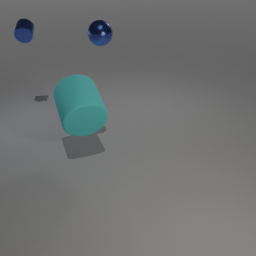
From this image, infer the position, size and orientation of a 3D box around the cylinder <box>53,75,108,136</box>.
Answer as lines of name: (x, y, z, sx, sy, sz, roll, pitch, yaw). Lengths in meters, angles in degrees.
cylinder: (-1.496, -0.699, 8.744, 1.400, 1.400, 1.400, -11, 52, -19)

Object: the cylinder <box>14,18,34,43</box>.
cylinder: (-4.149, -3.890, 11.217, 0.700, 0.700, 0.700, -3, 51, -6)

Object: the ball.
ball: (-0.778, -2.646, 7.819, 0.700, 0.700, 0.700, 0, 28, 0)
